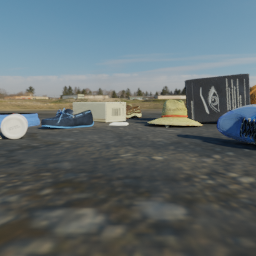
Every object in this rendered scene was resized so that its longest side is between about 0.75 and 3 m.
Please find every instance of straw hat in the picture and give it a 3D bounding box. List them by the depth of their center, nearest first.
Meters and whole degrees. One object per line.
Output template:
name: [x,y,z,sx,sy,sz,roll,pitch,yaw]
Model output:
straw hat: [2.006,-0.690,12.171,2.533,1.072,2.533,3,2,0]

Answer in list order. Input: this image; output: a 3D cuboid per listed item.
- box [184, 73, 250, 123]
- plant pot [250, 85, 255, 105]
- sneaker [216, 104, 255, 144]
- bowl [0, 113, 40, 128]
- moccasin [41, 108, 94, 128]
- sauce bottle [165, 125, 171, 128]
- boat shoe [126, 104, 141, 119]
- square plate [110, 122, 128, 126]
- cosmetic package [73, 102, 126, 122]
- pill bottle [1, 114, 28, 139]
box: [4.231,-1.416,13.336,2.854,2.112,1.489,-2,10,18]
plant pot: [6.729,-1.078,13.565,2.007,2.007,1.405,1,21,10]
sneaker: [2.976,-0.040,6.042,1.104,0.973,2.476,-1,5,-39]
bowl: [-5.312,-0.381,12.341,2.731,0.536,2.731,0,5,0]
moccasin: [-2.399,-0.400,11.080,0.923,0.782,2.293,4,7,39]
sauce bottle: [1.700,-0.182,11.555,0.254,0.254,0.785,2,14,18]
boat shoe: [-0.045,-1.103,18.286,0.920,0.922,2.492,3,6,35]
square plate: [-0.398,-0.190,12.605,0.780,0.112,0.788,1,5,8]
cosmetic package: [-1.628,-0.920,15.503,1.502,1.061,2.902,-5,6,-44]
pill bottle: [-3.238,-0.070,8.065,0.669,0.669,1.231,-2,5,-18]
